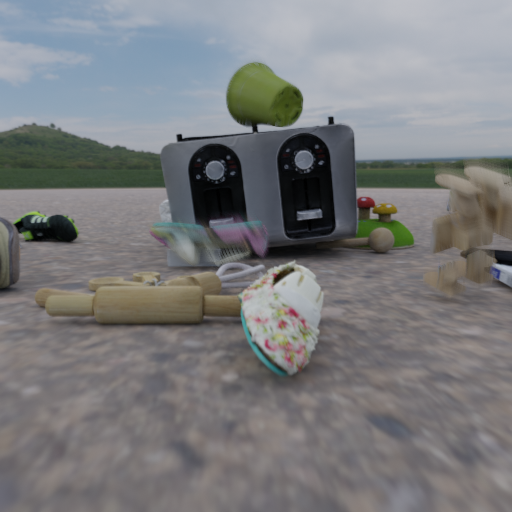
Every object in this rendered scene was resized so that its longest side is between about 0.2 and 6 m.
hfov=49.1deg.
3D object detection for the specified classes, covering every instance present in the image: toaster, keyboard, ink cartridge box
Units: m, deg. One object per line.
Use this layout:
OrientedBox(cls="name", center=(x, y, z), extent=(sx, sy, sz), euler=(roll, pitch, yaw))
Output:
OrientedBox(cls="toaster", center=(0.038, -1.371, 11.185), extent=(3.392, 2.226, 3.751), euler=(-6, 9, 0))
OrientedBox(cls="keyboard", center=(4.571, 0.156, 8.275), extent=(2.672, 0.343, 1.604), euler=(7, 2, 36))
OrientedBox(cls="ink cartridge box", center=(3.837, 0.341, 7.596), extent=(0.999, 0.216, 0.981), euler=(9, 9, 2))

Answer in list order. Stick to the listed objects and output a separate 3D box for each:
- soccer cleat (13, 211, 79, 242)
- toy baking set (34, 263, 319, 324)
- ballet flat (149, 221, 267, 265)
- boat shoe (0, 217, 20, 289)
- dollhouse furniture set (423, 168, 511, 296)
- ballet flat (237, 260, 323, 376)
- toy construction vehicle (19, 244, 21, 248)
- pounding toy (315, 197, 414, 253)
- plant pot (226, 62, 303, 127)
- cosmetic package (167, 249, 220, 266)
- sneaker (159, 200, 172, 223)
OrientedBox(cls="soccer cleat", center=(-4.751, -0.572, 12.593), extent=(1.999, 0.675, 0.810), euler=(10, 35, 38))
OrientedBox(cls="toy baking set", center=(-0.873, 0.357, 6.937), extent=(3.389, 0.394, 2.601), euler=(0, 9, 3))
OrientedBox(cls="ballet flat", center=(-0.777, -0.198, 9.027), extent=(1.920, 0.683, 0.664), euler=(-1, -12, 1))
OrientedBox(cls="boat shoe", center=(-4.705, -0.183, 7.828), extent=(3.312, 1.234, 1.214), euler=(4, 10, 33))
OrientedBox(cls="dollhouse furniture set", center=(2.647, -0.458, 6.990), extent=(1.455, 1.336, 0.947), euler=(-16, 30, -25))
OrientedBox(cls="ballet flat", center=(0.271, 0.410, 5.138), extent=(0.807, 0.682, 2.133), euler=(42, 6, -6))
OrientedBox(cls="toy construction vehicle", center=(-5.296, -0.293, 11.315), extent=(0.861, 0.348, 0.989), euler=(1, 9, 9))
OrientedBox(cls="pounding toy", center=(2.393, -0.709, 11.780), extent=(1.701, 1.022, 2.203), euler=(5, 10, 30))
OrientedBox(cls="plant pot", center=(0.240, -2.666, 9.639), extent=(1.130, 1.130, 1.073), euler=(-6, 27, -36))
OrientedBox(cls="cosmetic package", center=(-1.053, -0.001, 9.565), extent=(0.865, 0.308, 0.439), euler=(0, 11, -1))
OrientedBox(cls="sneaker", center=(-1.382, -1.433, 16.437), extent=(2.527, 1.009, 1.644), euler=(-7, 14, 22))
